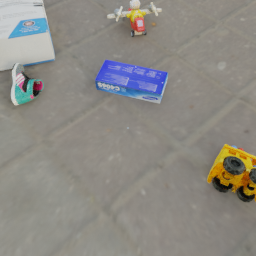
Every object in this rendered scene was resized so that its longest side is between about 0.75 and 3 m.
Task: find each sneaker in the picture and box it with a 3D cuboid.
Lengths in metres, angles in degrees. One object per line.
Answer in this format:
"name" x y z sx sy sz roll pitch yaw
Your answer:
"sneaker" -2.792 -1.301 7.844 0.827 0.572 1.369 -9 64 0

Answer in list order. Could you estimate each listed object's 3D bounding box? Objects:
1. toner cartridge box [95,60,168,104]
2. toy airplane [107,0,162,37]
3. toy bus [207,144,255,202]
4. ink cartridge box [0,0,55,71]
"toner cartridge box" 0.110 -1.340 7.984 1.898 0.410 0.902 14 58 10
"toy airplane" 0.238 -3.865 9.374 1.419 1.006 1.426 28 60 19
"toy bus" 2.539 0.903 6.281 1.234 0.837 1.184 23 42 12
"ink cartridge box" -3.598 -3.288 8.837 2.066 1.212 2.822 -13 55 -10
